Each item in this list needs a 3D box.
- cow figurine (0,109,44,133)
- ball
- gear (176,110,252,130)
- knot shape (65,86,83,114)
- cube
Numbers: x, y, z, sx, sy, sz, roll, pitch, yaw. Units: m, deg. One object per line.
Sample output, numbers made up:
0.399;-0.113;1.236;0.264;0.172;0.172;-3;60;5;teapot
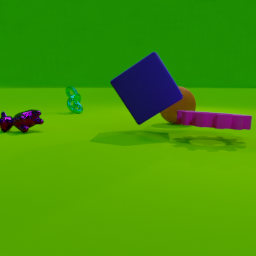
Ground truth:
-3.004;-0.224;7.791;1.055;0.588;1.072;16;34;43;cow figurine
1.596;-0.739;9.142;1.225;1.225;1.225;0;9;0;ball
1.955;-0.196;6.446;1.622;0.300;1.622;4;5;0;gear
-2.461;-1.307;12.684;0.603;1.222;1.306;-15;23;0;knot shape
0.515;-1.066;7.311;1.305;1.305;1.305;-32;8;14;cube
